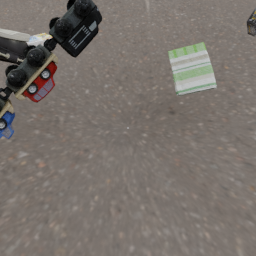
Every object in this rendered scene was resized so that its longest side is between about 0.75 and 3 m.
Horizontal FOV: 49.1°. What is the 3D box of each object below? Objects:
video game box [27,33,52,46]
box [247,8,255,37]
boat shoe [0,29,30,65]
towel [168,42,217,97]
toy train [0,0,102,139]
[{"bbox_3d":[-2.592,-2.471,7.958,0.810,0.190,0.738,-26,40,-26],"label":"video game box"},{"bbox_3d":[3.789,-3.249,7.987,0.245,1.014,0.803,36,9,24],"label":"box"},{"bbox_3d":[-3.236,-1.786,6.151,1.088,0.888,2.945,12,16,10],"label":"boat shoe"},{"bbox_3d":[1.724,-1.589,7.622,1.067,0.219,1.430,-11,69,8],"label":"towel"},{"bbox_3d":[-1.435,-0.757,4.228,2.909,0.666,0.496,-48,36,-2],"label":"toy train"}]
